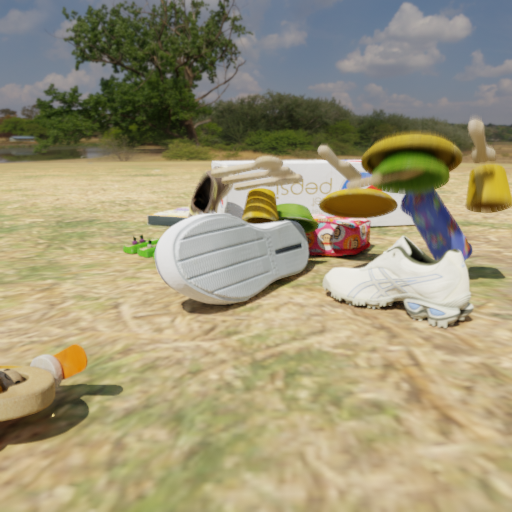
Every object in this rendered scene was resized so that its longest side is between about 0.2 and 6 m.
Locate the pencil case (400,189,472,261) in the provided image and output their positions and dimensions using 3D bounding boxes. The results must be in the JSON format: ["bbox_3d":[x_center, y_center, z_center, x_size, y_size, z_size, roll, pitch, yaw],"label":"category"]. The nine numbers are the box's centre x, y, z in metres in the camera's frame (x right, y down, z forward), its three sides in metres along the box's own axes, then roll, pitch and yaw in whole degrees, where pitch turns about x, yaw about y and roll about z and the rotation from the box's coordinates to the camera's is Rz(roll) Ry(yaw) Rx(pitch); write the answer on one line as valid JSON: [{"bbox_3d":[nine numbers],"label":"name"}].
[{"bbox_3d":[2.522,-0.407,7.891,0.578,1.332,0.520,-3,45,52],"label":"pencil case"}]

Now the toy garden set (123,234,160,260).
[{"bbox_3d":[-1.407,-0.247,10.084,1.571,0.314,1.310,11,20,39],"label":"toy garden set"}]

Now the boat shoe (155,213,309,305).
[{"bbox_3d":[-0.356,0.065,7.622,0.988,1.147,3.185,-12,-4,31],"label":"boat shoe"}]

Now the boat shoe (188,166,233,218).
[{"bbox_3d":[-1.063,-1.069,11.347,0.545,1.831,0.658,-16,62,-42],"label":"boat shoe"}]

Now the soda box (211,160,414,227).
[{"bbox_3d":[1.454,-1.474,13.198,4.819,1.534,1.641,-4,12,-15],"label":"soda box"}]

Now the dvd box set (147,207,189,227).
[{"bbox_3d":[-1.669,-0.963,13.858,1.304,0.262,1.782,4,13,20],"label":"dvd box set"}]

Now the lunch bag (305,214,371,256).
[{"bbox_3d":[1.257,-0.445,10.380,1.661,0.681,1.463,6,13,27],"label":"lunch bag"}]

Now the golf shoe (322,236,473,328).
[{"bbox_3d":[1.668,0.195,6.799,1.948,0.947,0.763,9,17,42],"label":"golf shoe"}]

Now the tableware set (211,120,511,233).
[{"bbox_3d":[1.487,-0.792,7.990,3.909,0.600,2.633,-5,-16,30],"label":"tableware set"}]

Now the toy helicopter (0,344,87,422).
[{"bbox_3d":[-1.997,0.905,4.285,1.077,0.642,1.629,-10,10,-37],"label":"toy helicopter"}]
